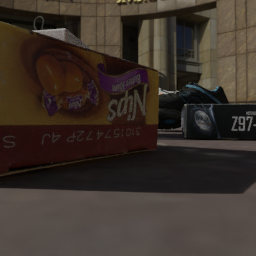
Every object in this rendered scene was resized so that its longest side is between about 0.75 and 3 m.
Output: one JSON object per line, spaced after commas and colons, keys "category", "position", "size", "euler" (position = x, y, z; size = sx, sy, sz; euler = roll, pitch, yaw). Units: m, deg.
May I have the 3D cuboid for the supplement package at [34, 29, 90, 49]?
{"category": "supplement package", "position": [-2.050, -0.686, 5.062], "size": [2.680, 1.625, 1.605], "euler": [0, 2, 10]}

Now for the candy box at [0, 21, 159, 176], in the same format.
{"category": "candy box", "position": [-1.352, -0.192, 2.704], "size": [2.894, 0.817, 1.688], "euler": [3, 3, 35]}

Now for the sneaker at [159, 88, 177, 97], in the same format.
{"category": "sneaker", "position": [1.210, -0.914, 10.639], "size": [2.600, 1.040, 0.958], "euler": [10, -28, 27]}

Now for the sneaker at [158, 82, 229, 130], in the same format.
{"category": "sneaker", "position": [1.279, -0.549, 6.845], "size": [2.572, 1.053, 0.942], "euler": [3, -18, -16]}

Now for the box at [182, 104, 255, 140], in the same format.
{"category": "box", "position": [1.872, -0.118, 4.856], "size": [1.841, 0.500, 2.298], "euler": [0, 2, 11]}
